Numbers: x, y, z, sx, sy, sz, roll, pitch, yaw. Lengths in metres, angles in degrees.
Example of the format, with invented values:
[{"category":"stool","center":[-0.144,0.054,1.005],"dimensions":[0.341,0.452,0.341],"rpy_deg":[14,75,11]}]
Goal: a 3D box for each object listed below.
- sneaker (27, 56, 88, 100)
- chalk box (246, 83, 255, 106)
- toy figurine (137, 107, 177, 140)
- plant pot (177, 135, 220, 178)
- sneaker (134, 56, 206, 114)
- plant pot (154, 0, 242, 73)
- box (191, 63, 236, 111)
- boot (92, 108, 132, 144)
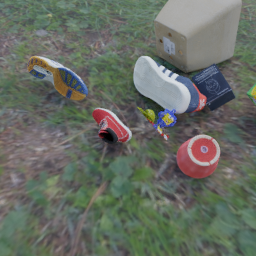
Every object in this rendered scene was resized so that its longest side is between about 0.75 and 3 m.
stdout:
[{"category":"sneaker","center":[-2.088,-1.673,8.969],"dimensions":[2.177,0.819,0.959],"rpy_deg":[34,20,8]},{"category":"chalk box","center":[4.226,-0.912,7.820],"dimensions":[1.109,1.101,1.776],"rpy_deg":[-49,30,5]},{"category":"toy figurine","center":[0.909,-0.331,7.432],"dimensions":[0.733,1.223,0.645],"rpy_deg":[-41,37,3]},{"category":"plant pot","center":[1.727,0.636,6.699],"dimensions":[1.028,0.909,1.028],"rpy_deg":[-1,70,3]},{"category":"sneaker","center":[1.257,-1.332,8.820],"dimensions":[1.266,1.123,2.997],"rpy_deg":[1,35,-32]},{"category":"plant pot","center":[2.259,-3.376,9.970],"dimensions":[2.067,2.332,2.335],"rpy_deg":[-38,56,-16]},{"category":"box","center":[2.589,-1.235,8.511],"dimensions":[0.827,0.597,1.115],"rpy_deg":[-31,56,19]},{"category":"boot","center":[-0.649,-0.082,7.489],"dimensions":[1.368,0.495,0.987],"rpy_deg":[39,23,24]}]
